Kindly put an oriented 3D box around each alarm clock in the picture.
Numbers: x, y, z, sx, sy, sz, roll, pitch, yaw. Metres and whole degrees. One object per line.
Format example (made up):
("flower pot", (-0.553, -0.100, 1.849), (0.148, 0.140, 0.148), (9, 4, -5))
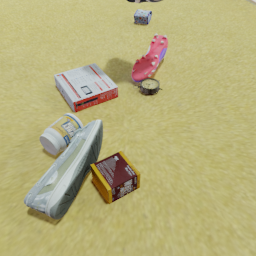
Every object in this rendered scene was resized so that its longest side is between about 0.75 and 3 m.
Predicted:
("alarm clock", (0.579, -1.255, 8.544), (0.870, 0.290, 0.587), (-2, 44, -5))

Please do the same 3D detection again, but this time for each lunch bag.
("lunch bag", (0.664, -4.885, 12.222), (0.664, 0.484, 0.781), (10, 53, 11))

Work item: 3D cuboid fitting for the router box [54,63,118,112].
("router box", (-1.283, -1.273, 8.483), (1.424, 0.388, 1.587), (-21, 48, -21))

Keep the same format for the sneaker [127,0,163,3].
("sneaker", (-0.209, -4.242, 7.393), (1.691, 2.599, 1.037), (12, 79, 58))

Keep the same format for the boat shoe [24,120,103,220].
("boat shoe", (-1.226, 0.712, 6.056), (0.801, 0.921, 2.499), (17, 53, 11))

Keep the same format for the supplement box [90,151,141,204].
("supplement box", (-0.264, 1.035, 5.973), (0.778, 0.516, 0.767), (-24, 49, -23))

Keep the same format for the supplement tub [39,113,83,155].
("supplement tub", (-1.600, 0.146, 6.793), (0.672, 0.672, 0.929), (25, 50, 24))

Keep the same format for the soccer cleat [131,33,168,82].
("soccer cleat", (0.788, -2.211, 9.330), (0.731, 0.838, 2.192), (16, 61, 20))
